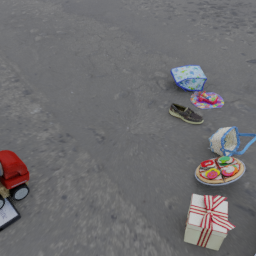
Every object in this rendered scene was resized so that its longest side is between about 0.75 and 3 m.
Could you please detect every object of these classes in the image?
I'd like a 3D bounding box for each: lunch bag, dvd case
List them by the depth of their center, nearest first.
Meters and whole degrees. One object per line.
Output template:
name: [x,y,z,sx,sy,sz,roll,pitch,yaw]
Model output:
dvd case: [-4.429,2.698,8.082,2.160,0.190,1.541,-32,50,-31]
lunch bag: [2.806,-2.364,13.227,1.416,0.902,1.204,2,41,-13]

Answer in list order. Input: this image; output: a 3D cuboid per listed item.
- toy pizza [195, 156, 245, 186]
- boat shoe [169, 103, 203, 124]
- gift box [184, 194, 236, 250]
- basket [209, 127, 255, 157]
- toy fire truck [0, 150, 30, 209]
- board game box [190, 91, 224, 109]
toy pizza: [2.941,1.310,9.066,1.582,0.251,1.582,-17,20,6]
boat shoe: [2.397,-0.608,11.561,1.495,0.485,0.547,20,46,21]
gift box: [2.204,2.494,7.605,1.207,1.127,1.114,7,43,9]
basket: [3.678,0.489,9.882,1.190,0.938,1.349,-32,20,-30]
toy fire truck: [-4.105,1.071,7.997,2.126,2.415,1.554,-22,45,-40]
board game box: [3.568,-1.343,12.532,1.478,0.288,1.167,-5,41,-5]
